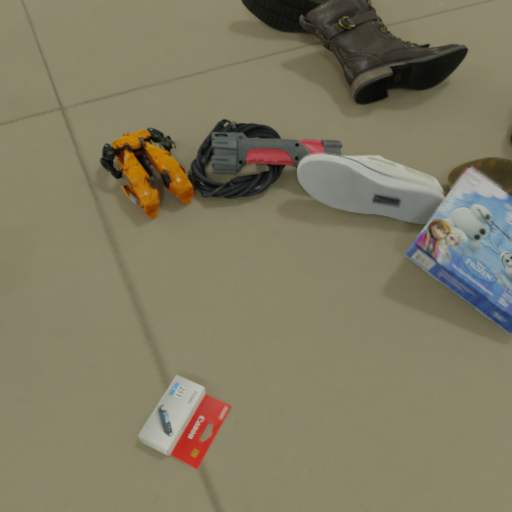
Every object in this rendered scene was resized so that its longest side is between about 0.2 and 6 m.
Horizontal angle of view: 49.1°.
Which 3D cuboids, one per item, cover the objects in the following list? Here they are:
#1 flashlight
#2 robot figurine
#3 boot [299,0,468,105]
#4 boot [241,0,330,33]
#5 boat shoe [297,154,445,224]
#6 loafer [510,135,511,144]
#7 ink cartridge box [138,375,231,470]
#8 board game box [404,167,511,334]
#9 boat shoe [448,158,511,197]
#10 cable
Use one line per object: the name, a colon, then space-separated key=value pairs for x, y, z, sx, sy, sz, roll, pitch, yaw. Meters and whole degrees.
flashlight: x=0.352 y=-1.691 z=9.849 sx=2.265 sy=0.770 sz=0.767 roll=-1 pitch=42 yaw=-4
robot figurine: x=-1.941 y=-1.539 z=9.943 sx=1.355 sy=0.544 sz=1.869 roll=-25 pitch=56 yaw=-18
boot: x=2.664 y=-4.630 z=11.746 sx=2.935 sy=1.016 sz=2.555 roll=-18 pitch=68 yaw=-11
boot: x=1.195 y=-6.202 z=13.452 sx=2.797 sy=1.083 sz=1.935 roll=21 pitch=49 yaw=0
boat shoe: x=1.955 y=-1.289 z=9.510 sx=2.531 sy=0.897 sz=0.884 roll=12 pitch=42 yaw=2
loafer: x=5.843 y=-3.015 z=10.836 sx=0.986 sy=0.963 sz=2.700 roll=26 pitch=56 yaw=19
ink cartridge box: x=-0.904 y=2.129 z=7.248 sx=0.841 sy=0.214 sz=0.955 roll=20 pitch=55 yaw=17
board game box: x=3.558 y=-0.140 z=8.545 sx=1.921 sy=0.417 sz=1.912 roll=38 pitch=62 yaw=8
boat shoe: x=4.371 y=-1.253 z=9.648 sx=2.016 sy=0.681 sz=0.726 roll=-3 pitch=61 yaw=18
cable: x=-0.334 y=-1.661 z=10.152 sx=1.585 sy=0.493 sz=1.943 roll=25 pitch=59 yaw=9
